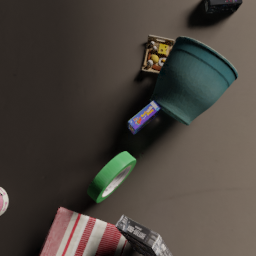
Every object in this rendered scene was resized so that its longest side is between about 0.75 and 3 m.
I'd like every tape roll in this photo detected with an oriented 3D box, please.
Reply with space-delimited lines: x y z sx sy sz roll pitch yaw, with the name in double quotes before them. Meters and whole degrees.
"tape roll" -0.481 1.513 8.631 0.423 1.760 1.760 41 84 15

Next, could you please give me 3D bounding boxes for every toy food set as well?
"toy food set" 1.068 -2.557 9.867 0.964 0.406 1.343 11 83 1

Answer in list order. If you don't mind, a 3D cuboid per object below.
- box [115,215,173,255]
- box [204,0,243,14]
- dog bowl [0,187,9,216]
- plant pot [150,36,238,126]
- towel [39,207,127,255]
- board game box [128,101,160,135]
"box" 0.529 3.392 8.193 1.360 1.725 0.429 14 53 41
"box" 3.397 -4.590 10.032 1.143 0.606 0.699 -4 83 0
"dog bowl" -4.548 2.452 9.215 1.094 0.403 1.094 0 83 -1
"plant pot" 1.886 -1.323 8.915 2.265 2.265 2.128 34 95 4
"towel" -1.343 3.711 8.768 2.508 0.285 1.806 25 82 -17
"board game box" 0.487 -0.292 9.029 0.997 1.483 0.332 -40 84 -5
